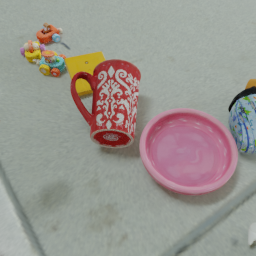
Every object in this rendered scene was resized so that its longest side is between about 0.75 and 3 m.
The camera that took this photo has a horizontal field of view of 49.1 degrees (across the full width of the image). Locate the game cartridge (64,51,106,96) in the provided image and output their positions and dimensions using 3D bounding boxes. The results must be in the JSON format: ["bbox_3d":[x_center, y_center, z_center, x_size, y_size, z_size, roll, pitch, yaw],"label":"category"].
[{"bbox_3d":[-1.360,-1.962,9.977,1.435,0.264,1.628,-15,65,-15],"label":"game cartridge"}]

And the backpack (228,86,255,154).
[{"bbox_3d":[3.607,-0.100,8.282,1.332,1.414,1.733,-23,65,-5],"label":"backpack"}]

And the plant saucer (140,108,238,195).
[{"bbox_3d":[1.682,0.679,8.056,2.725,0.691,2.725,0,55,0],"label":"plant saucer"}]

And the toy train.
[{"bbox_3d":[-2.940,-3.108,10.559,2.003,0.742,2.666,-34,62,-20],"label":"toy train"}]

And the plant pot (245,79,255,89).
[{"bbox_3d":[4.395,-1.171,9.160,0.977,1.067,1.067,22,58,32],"label":"plant pot"}]

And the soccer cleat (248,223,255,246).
[{"bbox_3d":[3.828,2.892,6.646,1.917,0.664,0.744,21,63,21],"label":"soccer cleat"}]

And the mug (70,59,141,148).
[{"bbox_3d":[-0.646,-0.673,8.514,2.060,1.548,2.321,-1,62,6],"label":"mug"}]
